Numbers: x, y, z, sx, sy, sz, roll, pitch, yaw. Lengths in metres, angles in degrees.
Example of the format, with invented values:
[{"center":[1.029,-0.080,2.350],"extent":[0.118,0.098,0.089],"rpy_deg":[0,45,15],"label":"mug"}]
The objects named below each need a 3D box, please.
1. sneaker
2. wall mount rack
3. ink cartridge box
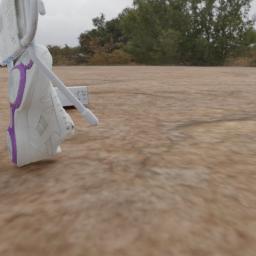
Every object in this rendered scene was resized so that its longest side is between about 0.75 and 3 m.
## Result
[{"center":[-1.497,-0.358,4.972],"extent":[1.171,2.351,0.880],"rpy_deg":[-6,43,-32],"label":"sneaker"},{"center":[-1.458,-1.256,4.721],"extent":[1.083,2.523,2.904],"rpy_deg":[-8,7,-32],"label":"wall mount rack"},{"center":[-2.622,-1.214,10.950],"extent":[1.722,0.722,1.512],"rpy_deg":[-8,9,-28],"label":"ink cartridge box"}]
